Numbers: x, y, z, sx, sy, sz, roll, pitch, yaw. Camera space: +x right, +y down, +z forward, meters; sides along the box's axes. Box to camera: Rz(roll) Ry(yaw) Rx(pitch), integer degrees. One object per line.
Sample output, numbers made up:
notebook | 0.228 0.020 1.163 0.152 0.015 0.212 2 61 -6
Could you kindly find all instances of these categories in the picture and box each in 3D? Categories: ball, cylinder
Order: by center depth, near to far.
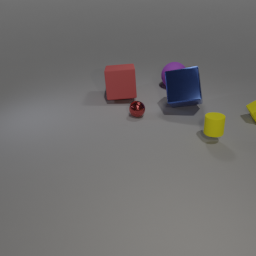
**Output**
cylinder | 3.087 -0.121 10.013 0.700 0.700 0.700 -2 24 1
ball | 0.395 -0.817 12.037 0.700 0.700 0.700 0 29 0
ball | 2.475 -2.809 14.958 1.400 1.400 1.400 0 29 0

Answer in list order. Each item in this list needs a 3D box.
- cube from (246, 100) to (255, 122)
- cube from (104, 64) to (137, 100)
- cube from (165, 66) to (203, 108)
cube | 5.427 -0.692 11.525 0.700 0.700 0.700 -31 27 18
cube | -0.345 -2.241 13.476 1.400 1.400 1.400 -4 22 1
cube | 2.450 -1.737 12.215 1.400 1.400 1.400 -7 -5 16
